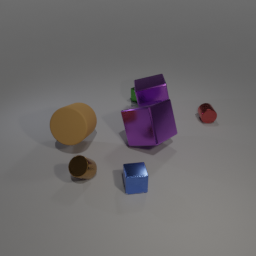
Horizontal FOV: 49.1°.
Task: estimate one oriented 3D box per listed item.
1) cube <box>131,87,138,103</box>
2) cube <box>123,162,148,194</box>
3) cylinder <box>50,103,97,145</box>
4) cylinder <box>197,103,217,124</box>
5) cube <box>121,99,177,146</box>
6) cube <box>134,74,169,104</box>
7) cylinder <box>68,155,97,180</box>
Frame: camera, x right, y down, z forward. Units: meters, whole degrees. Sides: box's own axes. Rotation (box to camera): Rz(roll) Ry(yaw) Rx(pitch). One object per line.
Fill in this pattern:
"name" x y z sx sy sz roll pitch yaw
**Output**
"cube" 0.627 -1.719 14.296 0.700 0.700 0.700 -28 40 -36
"cube" 0.230 1.583 8.874 0.700 0.700 0.700 -4 31 -7
"cylinder" -2.010 -0.188 10.511 1.400 1.400 1.400 4 12 7
"cylinder" 3.551 -0.665 12.574 0.700 0.700 0.700 -1 31 -2
"cube" 0.813 -0.204 10.587 1.400 1.400 1.400 -4 13 43
"cube" 1.120 -1.506 12.974 1.400 1.400 1.400 -12 29 6
"cylinder" -1.460 1.285 9.077 0.700 0.700 0.700 -5 73 17
